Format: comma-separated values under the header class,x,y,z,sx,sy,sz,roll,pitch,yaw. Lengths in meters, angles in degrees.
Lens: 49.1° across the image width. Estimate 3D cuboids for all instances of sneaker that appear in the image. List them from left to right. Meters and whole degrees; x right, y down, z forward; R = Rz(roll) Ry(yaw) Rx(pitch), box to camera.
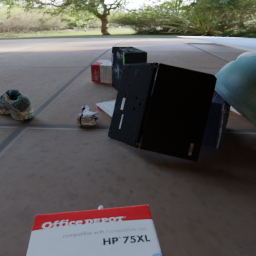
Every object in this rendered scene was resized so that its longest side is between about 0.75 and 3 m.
class,x,y,z,sx,sy,sz,roll,pitch,yaw
sneaker,-4.620,-1.088,11.179,2.405,1.038,0.933,15,27,32
sneaker,-1.430,-0.473,10.486,0.737,0.482,1.283,3,28,6

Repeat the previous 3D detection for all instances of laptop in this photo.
class,x,y,z,sx,sy,sz,roll,pitch,yaw
laptop,0.861,-0.568,8.376,1.432,2.458,2.774,12,2,-34

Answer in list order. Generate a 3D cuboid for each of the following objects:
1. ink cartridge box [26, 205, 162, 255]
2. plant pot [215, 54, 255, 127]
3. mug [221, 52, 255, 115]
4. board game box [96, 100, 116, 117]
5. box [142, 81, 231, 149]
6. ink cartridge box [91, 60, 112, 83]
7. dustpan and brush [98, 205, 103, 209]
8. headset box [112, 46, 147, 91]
class,x,y,z,sx,sy,sz,roll,pitch,yaw
ink cartridge box,-0.413,2.021,3.600,1.728,1.000,2.974,-3,28,-7
plant pot,3.939,-1.270,8.589,2.415,1.618,2.415,33,25,-17
mug,4.637,-1.620,10.576,1.887,2.556,2.241,-23,36,-12
board game box,-0.118,-0.797,11.518,1.905,0.246,1.905,-12,26,-24
box,1.866,-0.598,9.431,2.833,1.478,2.097,11,26,24
ink cartridge box,-0.709,-3.336,16.509,2.488,1.031,1.826,6,24,14
dustpan and brush,-0.554,1.857,5.163,0.719,0.295,1.030,1,23,2
headset box,0.048,-2.798,13.840,1.141,2.141,2.459,-6,25,-17
